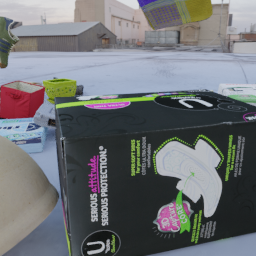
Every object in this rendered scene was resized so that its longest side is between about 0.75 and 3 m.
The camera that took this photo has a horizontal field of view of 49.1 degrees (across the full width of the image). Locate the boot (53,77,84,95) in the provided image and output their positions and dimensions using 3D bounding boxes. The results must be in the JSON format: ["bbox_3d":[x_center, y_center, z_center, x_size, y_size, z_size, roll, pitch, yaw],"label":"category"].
[{"bbox_3d":[-2.927,-1.966,13.691,1.328,0.704,2.017,-4,30,-23],"label":"boot"}]

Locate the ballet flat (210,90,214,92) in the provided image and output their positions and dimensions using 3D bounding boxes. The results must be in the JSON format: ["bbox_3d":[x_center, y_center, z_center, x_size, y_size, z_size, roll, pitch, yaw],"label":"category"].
[{"bbox_3d":[3.805,-1.595,12.908,0.290,0.322,0.856,21,26,29],"label":"ballet flat"}]

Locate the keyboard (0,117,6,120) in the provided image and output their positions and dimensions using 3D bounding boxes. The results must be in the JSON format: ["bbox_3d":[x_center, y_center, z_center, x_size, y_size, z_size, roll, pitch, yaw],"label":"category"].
[{"bbox_3d":[-4.499,-0.146,8.800,0.926,0.198,1.542,1,18,22],"label":"keyboard"}]

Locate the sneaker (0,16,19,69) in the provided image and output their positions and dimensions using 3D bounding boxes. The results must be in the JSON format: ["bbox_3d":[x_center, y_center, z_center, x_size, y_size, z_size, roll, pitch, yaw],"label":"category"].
[{"bbox_3d":[-4.392,-3.074,10.183,0.869,1.935,0.649,-10,42,-19],"label":"sneaker"}]

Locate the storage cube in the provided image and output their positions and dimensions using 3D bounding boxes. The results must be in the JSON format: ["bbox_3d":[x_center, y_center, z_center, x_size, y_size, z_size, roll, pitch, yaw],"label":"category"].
[{"bbox_3d":[-3.475,-0.863,9.235,1.034,1.087,1.209,14,21,4],"label":"storage cube"}]

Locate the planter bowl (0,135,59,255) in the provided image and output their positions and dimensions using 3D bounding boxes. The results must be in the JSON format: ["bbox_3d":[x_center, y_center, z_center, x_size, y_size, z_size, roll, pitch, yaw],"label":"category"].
[{"bbox_3d":[-1.992,0.714,3.254,1.974,1.329,1.974,-24,8,4],"label":"planter bowl"}]

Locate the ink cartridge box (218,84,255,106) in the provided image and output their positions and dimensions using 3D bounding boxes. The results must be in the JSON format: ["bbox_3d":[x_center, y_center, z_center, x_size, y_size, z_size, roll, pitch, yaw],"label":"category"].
[{"bbox_3d":[3.870,-0.585,8.535,2.017,1.165,2.762,3,19,10],"label":"ink cartridge box"}]

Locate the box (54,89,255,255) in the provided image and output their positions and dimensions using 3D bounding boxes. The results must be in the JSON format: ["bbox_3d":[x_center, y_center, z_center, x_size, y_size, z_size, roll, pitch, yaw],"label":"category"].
[{"bbox_3d":[0.402,0.484,4.349,2.892,1.798,2.148,-5,19,-16],"label":"box"}]

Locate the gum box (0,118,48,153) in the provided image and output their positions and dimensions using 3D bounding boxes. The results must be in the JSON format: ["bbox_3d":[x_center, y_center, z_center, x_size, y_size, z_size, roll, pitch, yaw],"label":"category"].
[{"bbox_3d":[-2.987,0.181,7.454,1.536,0.403,1.807,-4,19,-11],"label":"gum box"}]

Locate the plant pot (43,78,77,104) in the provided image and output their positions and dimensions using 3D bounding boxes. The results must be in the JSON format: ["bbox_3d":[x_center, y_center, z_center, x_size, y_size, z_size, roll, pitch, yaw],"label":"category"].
[{"bbox_3d":[-2.810,-1.510,11.645,1.057,0.964,1.062,-17,25,-40],"label":"plant pot"}]

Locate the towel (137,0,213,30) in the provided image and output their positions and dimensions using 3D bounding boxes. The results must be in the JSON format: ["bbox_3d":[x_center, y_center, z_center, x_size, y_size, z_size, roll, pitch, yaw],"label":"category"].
[{"bbox_3d":[1.046,-3.338,6.953,1.858,0.295,2.588,-2,-15,22],"label":"towel"}]

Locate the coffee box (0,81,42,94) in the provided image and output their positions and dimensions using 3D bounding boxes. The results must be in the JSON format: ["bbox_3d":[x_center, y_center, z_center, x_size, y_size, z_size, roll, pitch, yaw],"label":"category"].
[{"bbox_3d":[-4.614,-1.453,11.779,1.088,0.759,1.903,8,20,22],"label":"coffee box"}]

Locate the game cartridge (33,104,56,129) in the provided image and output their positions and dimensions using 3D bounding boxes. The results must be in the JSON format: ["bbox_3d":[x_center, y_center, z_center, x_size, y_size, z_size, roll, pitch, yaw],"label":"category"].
[{"bbox_3d":[-1.574,-0.234,8.108,2.013,0.418,1.340,12,12,-9],"label":"game cartridge"}]
